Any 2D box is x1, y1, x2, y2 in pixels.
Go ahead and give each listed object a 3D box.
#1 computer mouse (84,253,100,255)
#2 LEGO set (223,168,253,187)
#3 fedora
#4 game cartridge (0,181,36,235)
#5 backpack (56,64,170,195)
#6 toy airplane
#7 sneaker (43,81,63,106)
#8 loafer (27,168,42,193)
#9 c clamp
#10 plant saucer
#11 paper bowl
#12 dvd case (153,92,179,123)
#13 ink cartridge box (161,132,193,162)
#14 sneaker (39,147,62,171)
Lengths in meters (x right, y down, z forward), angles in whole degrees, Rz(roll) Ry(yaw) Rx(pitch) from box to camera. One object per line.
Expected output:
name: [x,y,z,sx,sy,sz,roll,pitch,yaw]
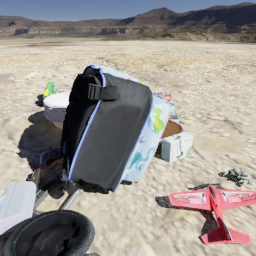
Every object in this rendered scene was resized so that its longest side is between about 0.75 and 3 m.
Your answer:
computer mouse: [-0.566,2.145,4.122,0.597,0.227,0.862,1,22,5]
LEGO set: [2.833,1.110,6.634,1.067,0.302,0.693,-1,21,-1]
fedora: [-1.147,1.872,4.251,1.395,0.637,1.395,1,20,0]
game cartridge: [-2.752,1.575,5.249,1.878,0.390,1.250,-8,19,-9]
backpack: [-0.482,-0.096,6.806,2.096,2.610,2.852,16,14,-22]
toy airplane: [1.744,1.593,5.359,1.830,0.337,1.830,-3,22,1]
sneaker: [-3.312,-1.506,12.812,0.888,0.813,2.083,4,30,-9]
loafer: [-2.171,1.196,6.416,0.295,0.302,0.827,-3,22,-8]
c clamp: [-1.378,1.539,5.749,1.392,0.221,1.629,-1,23,11]
plant saucer: [0.818,0.149,8.951,2.386,0.411,2.386,1,22,0]
paper bowl: [-1.993,-0.606,10.011,1.916,0.996,1.916,0,22,0]
dvd case: [1.005,-0.829,11.041,1.662,0.251,2.277,-1,32,-1]
ink cartridge box: [1.351,0.523,7.702,0.839,0.615,0.348,-15,27,-31]
sneaker: [-1.995,0.776,7.319,0.395,0.426,1.057,6,22,10]
